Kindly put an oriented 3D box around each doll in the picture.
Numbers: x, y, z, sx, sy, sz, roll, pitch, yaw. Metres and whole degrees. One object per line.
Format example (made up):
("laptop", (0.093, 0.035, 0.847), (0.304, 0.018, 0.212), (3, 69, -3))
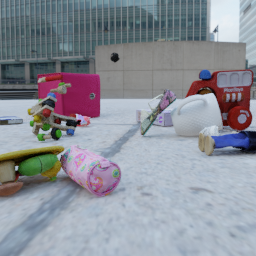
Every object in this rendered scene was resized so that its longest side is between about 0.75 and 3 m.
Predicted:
("doll", (2.859, 0.319, 6.818), (2.158, 0.523, 1.472), (-1, 8, -6))

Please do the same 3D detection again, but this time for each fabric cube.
("fabric cube", (-3.239, -1.791, 15.479), (2.478, 2.431, 2.470), (8, 11, 44))

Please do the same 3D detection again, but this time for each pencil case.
("pencil case", (-0.637, 0.622, 4.428), (0.580, 0.580, 1.328), (-4, 9, -29))

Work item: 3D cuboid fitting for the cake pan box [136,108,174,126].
("cake pan box", (1.933, -0.535, 12.869), (2.315, 0.657, 2.514), (-6, 9, -26))

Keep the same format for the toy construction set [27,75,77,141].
("toy construction set", (-2.653, -0.594, 8.939), (1.551, 2.019, 1.683), (-2, -2, 22))

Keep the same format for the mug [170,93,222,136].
("mug", (2.111, -0.467, 8.953), (1.454, 1.224, 1.658), (-15, -34, 10))

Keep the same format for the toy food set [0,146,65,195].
("toy food set", (-1.701, 0.705, 4.253), (1.014, 0.563, 1.724), (-25, -13, 40))

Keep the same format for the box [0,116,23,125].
("box", (-5.510, -0.357, 12.876), (0.971, 0.260, 1.603), (-4, 10, -32))

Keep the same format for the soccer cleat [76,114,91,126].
("soccer cleat", (-2.145, -0.301, 11.895), (0.544, 0.475, 1.424), (-22, 20, -39))

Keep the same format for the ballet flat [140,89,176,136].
("ballet flat", (0.809, -0.542, 8.929), (0.603, 1.694, 0.585), (39, 14, -4))

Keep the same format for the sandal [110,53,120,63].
("sandal", (-0.514, -2.618, 10.332), (0.335, 0.214, 0.892), (-35, -1, 3))

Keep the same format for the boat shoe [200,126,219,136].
("boat shoe", (2.325, 0.181, 8.032), (0.513, 0.539, 1.496), (-10, 5, 19))

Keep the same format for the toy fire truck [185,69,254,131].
("toy fire truck", (3.354, -1.065, 10.505), (2.658, 2.232, 1.490), (-3, 8, -6))
